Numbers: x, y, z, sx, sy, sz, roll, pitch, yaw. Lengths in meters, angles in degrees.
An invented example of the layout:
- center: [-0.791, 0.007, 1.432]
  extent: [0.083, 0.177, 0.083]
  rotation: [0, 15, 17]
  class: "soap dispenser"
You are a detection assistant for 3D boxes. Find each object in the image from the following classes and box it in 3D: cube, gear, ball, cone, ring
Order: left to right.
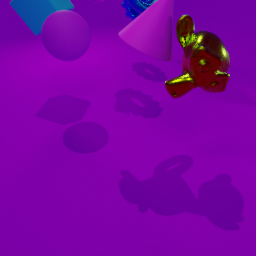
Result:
- center: [-2.584, -3.737, 8.543]
  extent: [1.143, 1.143, 1.143]
  rotation: [-28, 21, 28]
  class: "cube"
- center: [-1.630, -2.433, 7.436]
  extent: [1.287, 1.287, 1.287]
  rotation: [0, 36, 0]
  class: "ball"
- center: [0.450, -4.684, 10.914]
  extent: [0.322, 1.741, 1.741]
  rotation: [-44, 52, -18]
  class: "gear"
- center: [0.450, -3.173, 6.214]
  extent: [1.206, 1.206, 0.241]
  rotation: [-21, 32, -25]
  class: "ring"
- center: [0.600, -2.138, 5.470]
  extent: [1.205, 1.210, 1.205]
  rotation: [21, 29, -12]
  class: "cone"

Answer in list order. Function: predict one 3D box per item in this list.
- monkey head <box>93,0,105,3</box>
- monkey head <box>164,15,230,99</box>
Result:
- center: [-0.476, -2.972, 5.636]
  extent: [0.854, 0.715, 1.187]
  rotation: [-21, 16, -15]
  class: "monkey head"
- center: [1.360, -1.225, 5.646]
  extent: [1.341, 1.864, 1.123]
  rotation: [-26, 37, 21]
  class: "monkey head"
